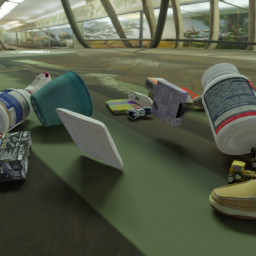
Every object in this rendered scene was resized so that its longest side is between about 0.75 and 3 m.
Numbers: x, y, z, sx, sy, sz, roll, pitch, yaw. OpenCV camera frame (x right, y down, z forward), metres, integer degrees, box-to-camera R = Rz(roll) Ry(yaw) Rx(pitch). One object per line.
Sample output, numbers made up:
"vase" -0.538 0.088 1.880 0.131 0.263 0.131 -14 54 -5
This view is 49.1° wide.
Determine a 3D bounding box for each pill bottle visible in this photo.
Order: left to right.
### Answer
"pill bottle" -4.880 -0.734 11.223 1.500 1.500 2.703 2 20 6
"pill bottle" 3.426 -0.750 9.267 1.737 1.737 2.906 -2 51 -5

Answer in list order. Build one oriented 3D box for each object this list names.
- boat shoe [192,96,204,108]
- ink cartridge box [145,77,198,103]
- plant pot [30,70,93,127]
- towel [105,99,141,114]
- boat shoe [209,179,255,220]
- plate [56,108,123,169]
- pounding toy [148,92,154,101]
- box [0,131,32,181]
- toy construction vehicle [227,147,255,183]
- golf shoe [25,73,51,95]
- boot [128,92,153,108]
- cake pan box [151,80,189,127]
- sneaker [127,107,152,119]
"boat shoe" 4.117 -1.236 13.859 1.789 0.643 0.533 4 17 -6
"ink cartridge box" 2.631 -2.057 15.052 2.802 0.703 2.273 -6 30 -27
"plant pot" -2.838 -1.048 11.631 1.982 2.109 2.109 -29 32 -27
"towel" -0.279 -1.088 14.018 1.450 0.230 2.019 -7 21 -16
"boat shoe" 3.180 1.366 6.293 2.671 1.017 0.957 -2 21 -5
"plate" -1.031 0.257 8.059 1.894 1.898 0.307 18 55 35
"pounding toy" 1.747 -1.579 15.053 0.911 0.474 1.037 -10 32 -37
"box" -3.949 0.810 8.392 1.862 0.587 2.361 -5 21 -14
"toy construction vehicle" 3.915 1.050 7.586 2.003 0.705 1.744 13 24 30
"golf shoe" -5.484 -2.674 16.979 0.946 1.150 2.512 7 23 15
"boot" 0.854 -1.368 14.252 0.801 0.645 1.774 9 22 -45
"cake pan box" 1.473 -0.908 10.122 0.373 1.315 1.428 -10 32 -34
"sneaker" 0.518 -0.664 12.568 1.198 0.420 0.650 -4 15 8
